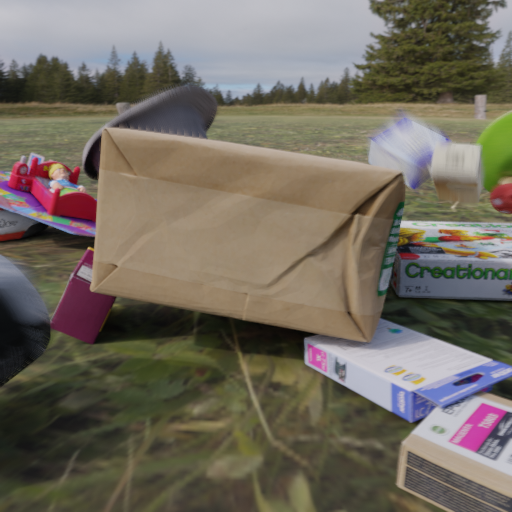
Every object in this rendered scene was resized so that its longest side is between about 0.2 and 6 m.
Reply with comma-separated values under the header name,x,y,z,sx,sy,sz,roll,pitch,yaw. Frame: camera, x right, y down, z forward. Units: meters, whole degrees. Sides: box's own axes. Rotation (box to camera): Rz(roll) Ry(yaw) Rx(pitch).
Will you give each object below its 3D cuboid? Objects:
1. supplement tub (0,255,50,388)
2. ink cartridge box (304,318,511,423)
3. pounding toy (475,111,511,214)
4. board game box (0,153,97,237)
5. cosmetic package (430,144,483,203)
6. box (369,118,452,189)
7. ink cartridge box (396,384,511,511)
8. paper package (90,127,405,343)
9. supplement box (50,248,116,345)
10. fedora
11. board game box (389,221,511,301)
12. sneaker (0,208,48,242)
name,x,y,z,sx,sy,sz,roll,pitch,yaw
supplement tub,-2.642,0.822,4.268,1.154,1.154,1.883,9,31,27
ink cartridge box,1.341,1.016,5.108,1.020,0.359,1.710,-10,13,-30
pounding toy,4.703,-1.122,8.905,2.544,1.964,1.181,28,53,-5
board game box,-3.624,-1.264,10.254,3.454,0.673,2.729,20,13,4
cosmetic package,2.782,-1.119,7.723,0.604,0.408,1.148,9,-10,26
box,2.320,-1.567,8.466,0.831,0.474,0.903,-36,55,-24
ink cartridge box,1.636,1.403,3.968,0.871,0.397,1.057,15,24,38
paper package,0.068,-0.443,6.700,3.079,1.671,3.230,9,9,9
supplement box,-1.885,0.424,6.395,0.537,0.681,1.041,26,14,-13
fedora,-2.040,-2.037,11.971,3.234,1.460,2.860,-26,-10,5
board game box,3.592,0.027,8.030,3.409,0.590,2.152,1,16,4
sneaker,-5.216,-1.032,9.853,2.876,1.541,0.960,-6,18,-19
